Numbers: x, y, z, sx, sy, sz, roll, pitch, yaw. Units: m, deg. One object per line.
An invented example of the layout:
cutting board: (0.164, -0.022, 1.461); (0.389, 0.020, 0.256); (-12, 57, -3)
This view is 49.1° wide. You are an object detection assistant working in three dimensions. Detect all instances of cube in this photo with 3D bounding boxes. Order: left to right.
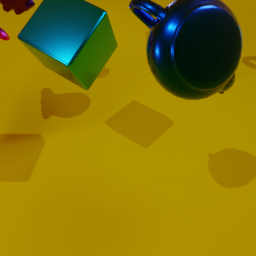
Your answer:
cube: (-0.949, -1.461, 4.735); (1.048, 1.048, 1.048); (31, 83, 13)

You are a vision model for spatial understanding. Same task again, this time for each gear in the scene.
gear: (-2.605, -3.191, 6.083); (1.344, 1.344, 0.249); (17, 47, 15)

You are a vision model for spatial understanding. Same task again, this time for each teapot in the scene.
teapot: (0.718, -0.856, 3.191); (1.095, 1.760, 0.862); (-56, 25, 0)

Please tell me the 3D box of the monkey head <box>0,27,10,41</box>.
monkey head: (-3.135, -2.249, 5.014); (1.187, 1.969, 1.417); (-31, 40, 9)
